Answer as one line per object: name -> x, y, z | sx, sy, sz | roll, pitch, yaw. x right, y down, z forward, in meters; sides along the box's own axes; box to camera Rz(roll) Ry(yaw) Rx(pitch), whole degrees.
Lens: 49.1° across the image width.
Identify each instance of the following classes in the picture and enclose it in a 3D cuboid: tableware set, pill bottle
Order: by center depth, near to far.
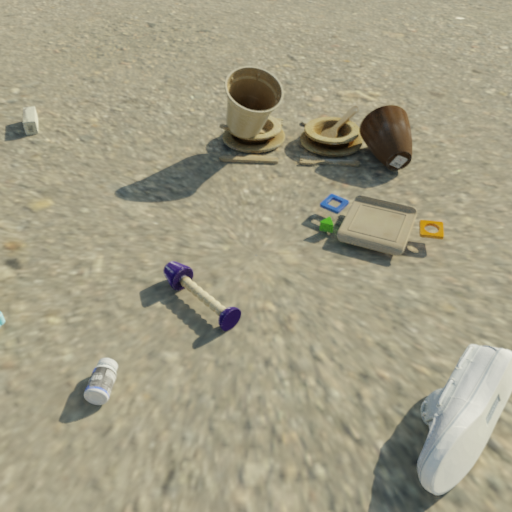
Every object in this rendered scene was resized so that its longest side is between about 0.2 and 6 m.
pill bottle -> -1.905, 1.543, 6.925 | 0.300, 0.300, 0.527 | 3, 40, 4
tableware set -> 0.761, -2.653, 11.700 | 2.944, 0.590, 1.946 | 3, 40, 4

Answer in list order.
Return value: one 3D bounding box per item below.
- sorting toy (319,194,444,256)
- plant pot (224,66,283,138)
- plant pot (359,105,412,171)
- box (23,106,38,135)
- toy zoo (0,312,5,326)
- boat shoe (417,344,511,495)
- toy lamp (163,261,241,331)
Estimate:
sorting toy -> 2.038, -0.479, 9.371 | 2.112, 0.288, 1.189 | 16, 47, 18
plant pot -> -0.142, -2.910, 10.928 | 1.132, 1.036, 1.132 | 6, 63, -11
plant pot -> 2.660, -2.228, 11.038 | 1.002, 1.002, 1.072 | -6, 54, -7
box -> -4.954, -2.971, 12.299 | 0.270, 0.324, 0.788 | -11, 40, -14
toy zoo -> -4.637, 1.239, 7.316 | 2.562, 0.262, 1.681 | -19, 43, -21
boat shoe -> 2.259, 1.743, 6.334 | 0.679, 0.714, 1.982 | 14, 54, 44
toy lamp -> -0.817, 0.527, 8.065 | 0.422, 0.422, 1.451 | -32, 51, -32
